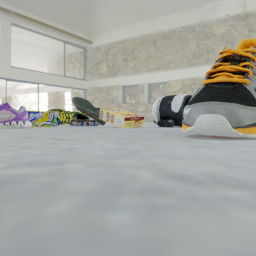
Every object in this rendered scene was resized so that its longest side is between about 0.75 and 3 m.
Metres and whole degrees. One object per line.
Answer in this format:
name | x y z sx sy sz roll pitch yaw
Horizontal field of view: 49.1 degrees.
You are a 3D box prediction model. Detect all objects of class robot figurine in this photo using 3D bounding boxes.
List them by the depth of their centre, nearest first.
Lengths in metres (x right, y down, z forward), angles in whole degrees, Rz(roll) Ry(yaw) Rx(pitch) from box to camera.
robot figurine | 1.661 -0.561 9.442 1.774 1.107 1.333 1 -1 43

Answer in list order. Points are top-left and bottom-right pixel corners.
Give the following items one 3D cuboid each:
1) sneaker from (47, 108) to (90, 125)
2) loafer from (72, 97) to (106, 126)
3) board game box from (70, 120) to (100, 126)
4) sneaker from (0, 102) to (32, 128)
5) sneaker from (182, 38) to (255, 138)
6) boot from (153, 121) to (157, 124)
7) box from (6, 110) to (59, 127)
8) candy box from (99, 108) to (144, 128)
sneaker | -2.849 -0.531 13.221 2.261 0.842 0.957 -1 1 -27
loafer | -1.415 -0.590 10.039 1.579 0.497 0.567 30 37 22
board game box | -1.845 -0.223 12.281 1.033 0.264 1.525 0 2 2
sneaker | -3.476 -0.339 7.598 1.622 0.717 0.652 -2 3 -31
sneaker | 1.444 -0.601 3.853 1.047 1.033 2.676 7 23 29
boot | 2.108 -0.697 16.120 1.378 1.037 0.504 1 2 32
box | -3.257 -0.316 9.702 0.620 0.569 1.771 1 1 36
candy box | -0.210 -0.314 8.495 0.751 0.360 1.301 -4 16 -38
